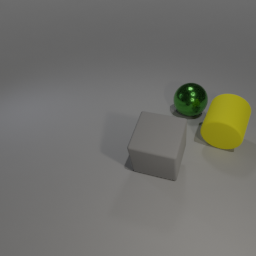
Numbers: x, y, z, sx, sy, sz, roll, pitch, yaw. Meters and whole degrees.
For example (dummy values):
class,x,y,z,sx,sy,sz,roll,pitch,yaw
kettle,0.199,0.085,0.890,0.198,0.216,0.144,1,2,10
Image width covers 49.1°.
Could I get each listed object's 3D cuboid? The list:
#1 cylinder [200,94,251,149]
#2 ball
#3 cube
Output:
class,x,y,z,sx,sy,sz,roll,pitch,yaw
cylinder,3.391,-0.223,9.707,1.400,1.400,1.400,15,54,23
ball,2.597,-1.175,11.640,1.400,1.400,1.400,0,32,0
cube,0.929,0.542,8.450,1.400,1.400,1.400,11,57,18
